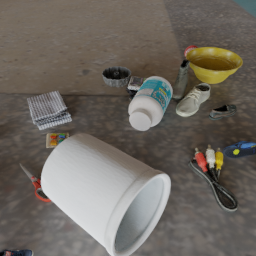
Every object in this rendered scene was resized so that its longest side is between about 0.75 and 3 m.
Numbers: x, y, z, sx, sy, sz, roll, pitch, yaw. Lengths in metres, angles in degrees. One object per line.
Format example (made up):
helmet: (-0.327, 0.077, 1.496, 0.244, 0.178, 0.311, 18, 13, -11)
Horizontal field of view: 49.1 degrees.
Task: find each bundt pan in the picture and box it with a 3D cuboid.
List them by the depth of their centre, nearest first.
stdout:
bundt pan: (-0.569, -2.536, 14.122, 1.496, 0.561, 1.496, 0, 38, 0)

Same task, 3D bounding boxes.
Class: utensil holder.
utensil holder: (-0.645, 1.648, 7.579, 2.766, 2.351, 2.351, 27, 46, 31)

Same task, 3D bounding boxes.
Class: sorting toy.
sorting toy: (-2.694, 0.437, 10.723, 0.838, 0.153, 0.775, -4, 41, -11)

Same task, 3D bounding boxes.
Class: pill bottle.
pill bottle: (0.895, -0.984, 11.553, 1.405, 1.405, 2.535, 13, 42, 16)

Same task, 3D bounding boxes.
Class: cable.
cable: (2.715, 1.547, 9.036, 1.201, 0.622, 2.473, -2, 39, -3)

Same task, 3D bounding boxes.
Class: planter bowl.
planter bowl: (4.289, -3.047, 14.290, 2.753, 1.147, 2.753, -1, 39, 0)

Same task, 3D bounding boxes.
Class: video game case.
video game case: (0.788, -2.104, 13.443, 1.424, 0.183, 1.566, 10, 28, 2)

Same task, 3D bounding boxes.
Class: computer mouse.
computer mouse: (0.275, -1.683, 13.233, 0.806, 0.307, 1.164, -23, 37, -11)

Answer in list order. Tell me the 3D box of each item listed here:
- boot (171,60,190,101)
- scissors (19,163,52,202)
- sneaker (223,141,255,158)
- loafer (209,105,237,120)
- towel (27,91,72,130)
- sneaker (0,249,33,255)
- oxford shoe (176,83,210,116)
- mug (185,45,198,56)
boot: (2.460, -2.315, 13.201, 0.711, 1.372, 2.100, 12, 41, 14)
scissors: (-3.095, 1.750, 9.167, 2.054, 0.143, 0.751, 23, 46, 23)
sneaker: (4.052, 0.746, 10.211, 1.393, 0.459, 0.546, -6, 30, -9)
loafer: (4.132, -0.761, 12.007, 1.483, 0.466, 0.533, -21, 43, -24)
towel: (-3.370, -0.828, 11.849, 1.495, 0.773, 1.806, -17, 42, -19)
sneaker: (-2.949, 3.248, 7.104, 1.006, 0.425, 0.377, -9, 40, -11)
oxford shoe: (2.934, -1.315, 12.516, 0.927, 0.712, 2.467, 30, 50, 28)
mug: (3.827, -3.973, 15.715, 1.110, 0.834, 1.250, -2, 42, 1)
